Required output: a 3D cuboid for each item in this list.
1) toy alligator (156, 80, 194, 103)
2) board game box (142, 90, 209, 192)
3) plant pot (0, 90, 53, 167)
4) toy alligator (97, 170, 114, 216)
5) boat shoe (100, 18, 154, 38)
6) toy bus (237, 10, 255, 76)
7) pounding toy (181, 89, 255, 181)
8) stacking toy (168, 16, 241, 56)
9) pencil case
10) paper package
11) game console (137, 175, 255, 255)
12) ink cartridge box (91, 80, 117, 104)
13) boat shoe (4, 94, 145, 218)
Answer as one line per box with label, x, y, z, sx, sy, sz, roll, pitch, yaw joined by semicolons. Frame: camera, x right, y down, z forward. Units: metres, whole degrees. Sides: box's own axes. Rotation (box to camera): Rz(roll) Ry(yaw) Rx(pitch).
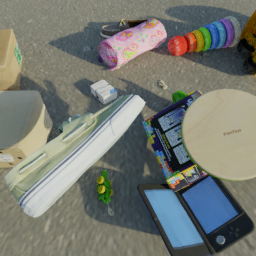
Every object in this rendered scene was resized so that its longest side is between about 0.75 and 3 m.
toy alligator;1.863;-0.669;8.780;2.778;0.824;0.754;30;68;25
board game box;1.568;0.250;7.359;1.892;0.649;2.289;-28;40;9
plant pot;-3.167;0.144;7.575;1.743;1.745;1.545;-1;60;-1
toy alligator;-0.608;1.649;7.009;0.346;0.379;1.277;-35;44;24
boat shoe;0.012;-4.387;12.230;2.460;0.732;0.884;0;48;0
toy bus;5.758;-3.028;10.513;2.576;1.821;2.684;14;49;-9
pounding toy;2.204;0.301;5.644;2.370;1.100;1.829;12;70;8
stacking toy;2.981;-3.601;11.291;2.871;1.226;1.226;-16;50;-10
pencil case;0.181;-3.301;10.988;2.827;1.236;1.236;-35;56;-27
paper package;-5.105;-2.225;9.882;2.382;1.293;2.499;-8;47;-8
game console;1.453;1.731;6.215;1.676;1.162;1.964;-37;49;8
ink cartridge box;-0.829;-1.248;9.632;0.576;0.335;0.796;-30;54;-25
boat shoe;-0.866;0.235;5.052;0.909;1.055;2.932;44;67;3
